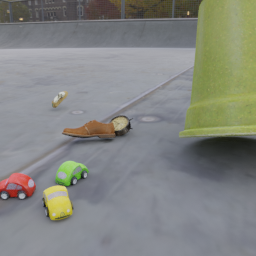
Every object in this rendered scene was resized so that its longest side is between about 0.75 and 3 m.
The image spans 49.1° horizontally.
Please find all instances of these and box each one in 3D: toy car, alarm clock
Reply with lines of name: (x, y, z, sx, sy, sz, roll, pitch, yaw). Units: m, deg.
toy car: (-1.144, 0.806, 4.397, 1.440, 0.321, 1.355, 10, 21, 29)
alarm clock: (-0.266, -0.048, 6.769, 0.769, 0.256, 0.519, 1, 49, 19)

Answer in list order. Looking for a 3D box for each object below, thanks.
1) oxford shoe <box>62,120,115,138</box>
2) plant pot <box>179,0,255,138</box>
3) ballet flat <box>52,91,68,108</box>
oxford shoe: (-0.883, 0.024, 6.296, 1.195, 0.426, 0.426, -1, -2, -19)
plant pot: (2.334, -1.162, 5.315, 2.850, 2.620, 2.850, -3, -2, 0)
ballet flat: (-2.149, -0.964, 8.860, 0.269, 0.247, 0.785, 14, 52, 17)
